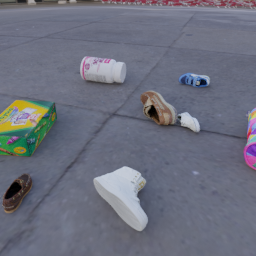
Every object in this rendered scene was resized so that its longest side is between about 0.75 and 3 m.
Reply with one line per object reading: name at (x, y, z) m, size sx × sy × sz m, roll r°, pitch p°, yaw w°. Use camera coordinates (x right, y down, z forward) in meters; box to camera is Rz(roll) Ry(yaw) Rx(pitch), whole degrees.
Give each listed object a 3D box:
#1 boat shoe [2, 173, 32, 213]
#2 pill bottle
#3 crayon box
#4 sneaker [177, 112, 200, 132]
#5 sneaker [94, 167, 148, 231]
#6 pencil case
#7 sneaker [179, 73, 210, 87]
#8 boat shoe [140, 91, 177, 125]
boat shoe at (-3.035, 1.677, 7.746) m, size 0.490 × 0.490 × 1.393 m, roll -1°, pitch 29°, yaw 1°
pill bottle at (-1.315, -3.121, 15.182) m, size 2.245 × 1.273 × 1.273 m, roll 9°, pitch 31°, yaw 13°
crayon box at (-3.925, -0.093, 10.440) m, size 1.672 × 0.820 × 2.814 m, roll 3°, pitch 30°, yaw 5°
sneaker at (2.355, -0.187, 11.038) m, size 0.505 × 0.521 × 1.427 m, roll -15°, pitch 23°, yaw -7°
sneaker at (0.110, 1.696, 7.421) m, size 1.218 × 0.776 × 2.107 m, roll -22°, pitch 35°, yaw -28°
pencil case at (4.649, 0.206, 9.516) m, size 1.322 × 1.322 × 2.992 m, roll 11°, pitch 33°, yaw 19°
sneaker at (3.532, -2.523, 14.893) m, size 1.666 × 0.616 × 0.685 m, roll 4°, pitch 32°, yaw 9°
boat shoe at (1.076, -0.877, 11.760) m, size 0.885 × 0.934 × 2.466 m, roll -15°, pitch 32°, yaw -21°
